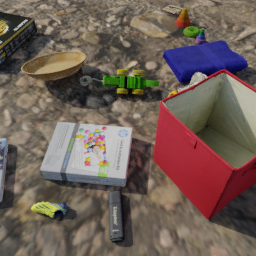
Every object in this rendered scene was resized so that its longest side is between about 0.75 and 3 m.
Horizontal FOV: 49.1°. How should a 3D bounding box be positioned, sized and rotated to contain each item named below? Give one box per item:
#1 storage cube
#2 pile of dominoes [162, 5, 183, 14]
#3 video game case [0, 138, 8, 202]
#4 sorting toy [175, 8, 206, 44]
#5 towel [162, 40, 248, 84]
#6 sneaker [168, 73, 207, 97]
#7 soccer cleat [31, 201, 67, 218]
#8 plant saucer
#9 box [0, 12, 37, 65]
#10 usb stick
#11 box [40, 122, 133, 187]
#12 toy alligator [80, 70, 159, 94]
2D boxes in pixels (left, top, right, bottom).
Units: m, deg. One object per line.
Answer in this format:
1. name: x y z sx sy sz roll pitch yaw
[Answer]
1. storage cube: 2.136 0.394 6.720 2.147 2.258 2.512 -28 55 -22
2. pile of dominoes: 2.144 -5.668 13.487 0.709 0.145 0.910 -33 48 -24
3. video game case: -4.322 1.222 7.337 2.124 0.244 1.935 -9 50 -7
4. sorting toy: 2.725 -4.437 11.962 0.739 0.734 2.130 -15 50 -13
5. towel: 2.769 -2.446 10.353 2.581 0.639 1.906 -11 43 -9
6. sneaker: 1.824 -1.022 8.672 0.943 0.894 2.296 33 54 -1
7. soccer cleat: -1.885 1.955 6.673 0.857 0.277 0.358 -2 55 -1
8. plant saucer: -2.516 -2.133 9.734 2.224 0.394 2.224 -6 32 4
9. box: -5.453 -3.698 11.347 2.266 0.700 2.838 15 51 15
10. usb stick: -0.279 2.057 6.625 0.346 0.203 1.247 -3 49 -3
11. box: -1.055 0.666 7.684 2.205 0.454 1.719 6 49 4
12. toy alligator: -0.265 -1.569 9.517 2.631 0.780 0.714 3 8 4
